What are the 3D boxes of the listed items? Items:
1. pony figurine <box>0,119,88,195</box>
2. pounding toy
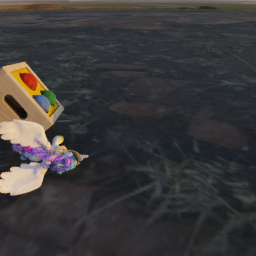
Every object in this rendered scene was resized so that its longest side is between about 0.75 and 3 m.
[{"bbox_3d":[-1.612,0.447,5.092,1.444,1.246,1.496,0,6,-28],"label":"pony figurine"},{"bbox_3d":[-2.502,-0.705,5.799,1.094,2.101,2.391,-36,16,8],"label":"pounding toy"}]
